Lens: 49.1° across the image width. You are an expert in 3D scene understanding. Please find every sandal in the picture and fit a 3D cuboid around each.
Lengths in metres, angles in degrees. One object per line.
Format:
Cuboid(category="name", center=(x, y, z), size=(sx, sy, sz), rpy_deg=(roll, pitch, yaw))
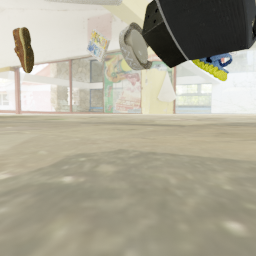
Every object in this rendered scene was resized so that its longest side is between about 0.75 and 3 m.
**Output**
Cuboid(category="sandal", center=(3.135, -2.662, 10.768), size=(2.222, 0.967, 0.883), rpy_deg=(43, 13, 33))

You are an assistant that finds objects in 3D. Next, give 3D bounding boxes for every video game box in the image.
Cuboid(category="video game box", center=(-1.237, -3.385, 11.549), size=(0.916, 1.005, 0.235), rpy_deg=(39, 38, 18))

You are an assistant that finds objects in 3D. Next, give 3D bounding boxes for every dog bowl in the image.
Cuboid(category="dog bowl", center=(0.340, -3.544, 12.463), size=(0.628, 2.141, 2.141), rpy_deg=(-14, -4, 30))

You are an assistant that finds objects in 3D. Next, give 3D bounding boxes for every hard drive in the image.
Cuboid(category="hard drive", center=(1.536, -2.604, 5.757), size=(1.905, 0.598, 2.824), rpy_deg=(-4, -37, 31))

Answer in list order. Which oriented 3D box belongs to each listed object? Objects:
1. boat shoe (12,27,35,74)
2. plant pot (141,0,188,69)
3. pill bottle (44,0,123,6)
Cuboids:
Cuboid(category="boat shoe", center=(-3.618, -2.663, 9.660), size=(0.522, 1.547, 0.557), rpy_deg=(3, 20, 15))
Cuboid(category="plant pot", center=(1.622, -3.576, 9.678), size=(1.793, 2.021, 2.016), rpy_deg=(20, -21, -31))
Cuboid(category="pill bottle", center=(-0.593, -2.766, 3.610), size=(1.203, 2.133, 1.203), rpy_deg=(3, 24, -1))
